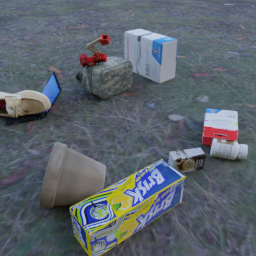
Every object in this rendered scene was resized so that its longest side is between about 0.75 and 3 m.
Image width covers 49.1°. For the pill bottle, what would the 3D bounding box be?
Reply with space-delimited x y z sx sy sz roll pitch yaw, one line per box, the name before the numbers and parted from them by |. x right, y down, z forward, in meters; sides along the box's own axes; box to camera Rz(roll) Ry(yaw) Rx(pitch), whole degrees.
pill bottle | 2.999 0.638 8.333 0.983 0.562 0.562 9 34 13

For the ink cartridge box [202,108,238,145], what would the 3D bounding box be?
ink cartridge box | 2.995 0.069 9.133 1.046 0.605 1.801 8 34 16

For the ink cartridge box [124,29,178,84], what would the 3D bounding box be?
ink cartridge box | 1.025 -3.531 13.503 1.104 1.896 2.622 -24 40 -32

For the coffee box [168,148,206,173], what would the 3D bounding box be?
coffee box | 1.656 0.924 7.920 0.951 0.537 0.380 -8 35 -10

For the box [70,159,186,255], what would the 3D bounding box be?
box | 0.080 1.727 6.329 2.628 0.921 0.845 -23 40 -30

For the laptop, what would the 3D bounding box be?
laptop | -3.657 -1.190 10.663 2.105 1.087 1.866 -11 34 -17

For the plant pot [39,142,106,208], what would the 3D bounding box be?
plant pot | -1.287 1.235 6.790 1.349 1.555 1.555 14 32 -9

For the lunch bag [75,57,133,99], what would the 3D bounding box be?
lunch bag | -0.998 -2.282 12.008 1.713 1.423 2.043 28 42 33

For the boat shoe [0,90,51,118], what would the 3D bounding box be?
boat shoe | -4.058 -0.762 10.055 2.584 0.953 0.894 1 36 16

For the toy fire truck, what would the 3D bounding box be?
toy fire truck | -1.274 -2.910 10.696 1.456 1.027 0.355 -9 47 15
